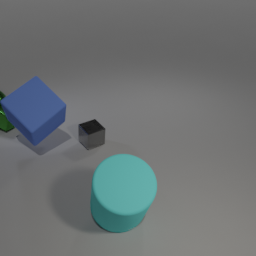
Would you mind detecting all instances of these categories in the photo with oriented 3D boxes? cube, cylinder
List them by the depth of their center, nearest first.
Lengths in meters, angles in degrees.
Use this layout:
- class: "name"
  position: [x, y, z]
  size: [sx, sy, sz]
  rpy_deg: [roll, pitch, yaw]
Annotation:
- class: "cylinder"
  position: [-0.153, 1.530, 6.481]
  size: [1.400, 1.400, 1.400]
  rpy_deg: [5, 55, -6]
- class: "cube"
  position: [-3.016, -0.522, 9.134]
  size: [1.400, 1.400, 1.400]
  rpy_deg: [44, 66, 5]
- class: "cube"
  position: [-1.277, 0.223, 9.859]
  size: [0.700, 0.700, 0.700]
  rpy_deg: [-21, 44, -32]
- class: "cube"
  position: [-4.690, -0.418, 10.850]
  size: [0.700, 0.700, 0.700]
  rpy_deg: [28, 30, 13]

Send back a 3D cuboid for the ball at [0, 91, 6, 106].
- class: "ball"
  position: [-5.558, -0.928, 11.322]
  size: [1.400, 1.400, 1.400]
  rpy_deg: [0, 30, 0]
